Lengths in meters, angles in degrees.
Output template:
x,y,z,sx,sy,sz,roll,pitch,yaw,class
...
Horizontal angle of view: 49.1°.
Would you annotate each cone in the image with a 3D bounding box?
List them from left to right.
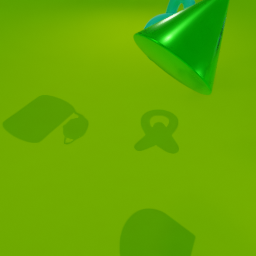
x,y,z,sx,sy,sz,roll,pitch,yaw,class
1.066,-1.477,4.096,1.423,1.423,1.428,40,95,37,cone

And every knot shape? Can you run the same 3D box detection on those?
x,y,z,sx,sy,sz,roll,pitch,yaw,class
0.960,-2.347,6.704,0.757,1.637,1.532,39,11,1,knot shape
